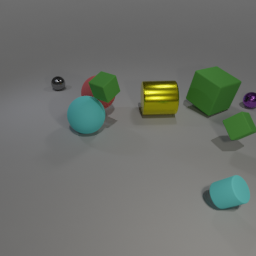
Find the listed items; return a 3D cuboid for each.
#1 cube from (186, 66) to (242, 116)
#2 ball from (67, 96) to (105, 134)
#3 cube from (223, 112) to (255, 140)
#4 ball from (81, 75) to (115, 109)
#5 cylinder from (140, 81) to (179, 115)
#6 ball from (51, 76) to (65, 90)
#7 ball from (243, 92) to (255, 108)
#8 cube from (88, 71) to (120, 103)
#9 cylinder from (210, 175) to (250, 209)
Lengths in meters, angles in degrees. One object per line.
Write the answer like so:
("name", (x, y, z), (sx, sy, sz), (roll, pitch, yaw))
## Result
("cube", (3.565, -1.583, 11.782), (1.400, 1.400, 1.400), (-17, 47, -33))
("ball", (-1.539, -0.486, 10.354), (1.400, 1.400, 1.400), (0, 31, 0))
("cube", (3.613, -0.058, 9.027), (0.700, 0.700, 0.700), (1, 65, -50))
("ball", (-1.200, -1.433, 11.391), (1.400, 1.400, 1.400), (0, 31, 0))
("cylinder", (1.275, -1.239, 11.563), (1.400, 1.400, 1.400), (-2, 31, -3))
("ball", (-3.481, -2.231, 13.988), (0.700, 0.700, 0.700), (0, 31, 0))
("ball", (5.388, -1.220, 12.240), (0.700, 0.700, 0.700), (0, 31, 0))
("cube", (-0.798, -1.407, 9.586), (0.700, 0.700, 0.700), (23, 57, 33))
("cylinder", (2.548, 1.613, 7.030), (0.700, 0.700, 0.700), (19, 55, -31))
